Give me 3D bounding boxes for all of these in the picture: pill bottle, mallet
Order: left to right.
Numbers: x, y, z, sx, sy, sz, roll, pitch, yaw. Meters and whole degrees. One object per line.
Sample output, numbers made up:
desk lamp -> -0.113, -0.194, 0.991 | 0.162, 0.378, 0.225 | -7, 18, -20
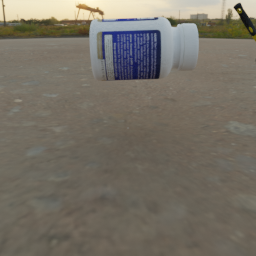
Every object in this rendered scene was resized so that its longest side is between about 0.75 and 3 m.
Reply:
pill bottle -> 0.402, -2.045, 7.283 | 2.614, 1.564, 1.564 | -1, 21, 1
mallet -> 3.429, -2.457, 7.716 | 0.689, 2.093, 0.431 | -32, 23, 46
